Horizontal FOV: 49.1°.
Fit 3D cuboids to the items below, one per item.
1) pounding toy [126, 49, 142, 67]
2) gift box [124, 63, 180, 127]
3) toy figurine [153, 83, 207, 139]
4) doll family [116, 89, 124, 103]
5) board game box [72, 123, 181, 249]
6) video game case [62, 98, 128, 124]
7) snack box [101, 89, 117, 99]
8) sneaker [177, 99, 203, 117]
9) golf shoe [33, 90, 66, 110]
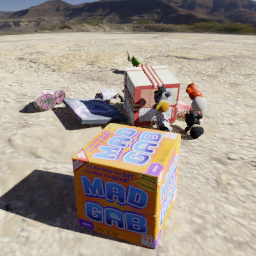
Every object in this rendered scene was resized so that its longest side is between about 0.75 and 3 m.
[{"bbox_3d":[0.435,-4.484,20.292,2.045,0.949,1.578,46,5,12],"label":"pounding toy"},{"bbox_3d":[1.079,-1.442,12.398,2.434,2.246,2.272,-2,33,-14],"label":"gift box"},{"bbox_3d":[1.932,-0.572,10.650,1.993,2.025,1.409,-3,41,0],"label":"toy figurine"},{"bbox_3d":[0.108,-1.599,13.926,1.437,0.831,0.564,-12,32,53],"label":"doll family"},{"bbox_3d":[0.058,1.233,6.673,1.915,1.914,1.913,10,27,20],"label":"board game box"},{"bbox_3d":[-1.581,-0.828,12.821,2.114,0.281,2.960,-2,23,-28],"label":"video game case"},{"bbox_3d":[-1.057,-1.845,15.157,0.702,0.237,1.953,-5,17,-8],"label":"snack box"},{"bbox_3d":[2.516,-0.733,12.710,0.861,0.731,1.984,-26,28,-23],"label":"sneaker"},{"bbox_3d":[-4.049,-1.402,13.903,1.045,0.824,2.269,3,16,17],"label":"golf shoe"}]
